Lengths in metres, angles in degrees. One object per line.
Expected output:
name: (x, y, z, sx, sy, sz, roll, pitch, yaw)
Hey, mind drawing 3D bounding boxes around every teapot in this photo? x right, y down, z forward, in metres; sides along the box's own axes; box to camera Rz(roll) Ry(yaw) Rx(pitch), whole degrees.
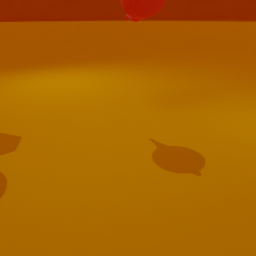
teapot: (0.295, -3.104, 6.427, 1.161, 1.867, 0.914, -17, 62, -27)
